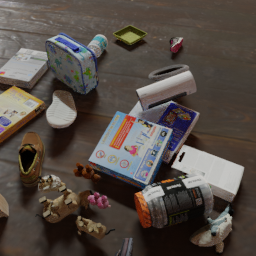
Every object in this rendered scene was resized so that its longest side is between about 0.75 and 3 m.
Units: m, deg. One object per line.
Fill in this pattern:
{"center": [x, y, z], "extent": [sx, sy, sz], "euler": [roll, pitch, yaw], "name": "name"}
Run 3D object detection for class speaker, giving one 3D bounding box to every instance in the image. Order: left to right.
{"center": [1.449, -1.411, 10.626], "extent": [2.168, 0.880, 0.880], "euler": [-20, 49, 1], "name": "speaker"}

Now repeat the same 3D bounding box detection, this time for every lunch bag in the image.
{"center": [-2.478, -2.896, 12.512], "extent": [2.666, 2.143, 1.099], "euler": [34, 56, 29], "name": "lunch bag"}

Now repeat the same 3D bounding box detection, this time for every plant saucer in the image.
{"center": [0.121, -5.209, 15.882], "extent": [1.425, 0.341, 1.423], "euler": [36, 57, 28], "name": "plant saucer"}

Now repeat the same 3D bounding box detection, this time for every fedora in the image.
{"center": [1.855, -2.136, 12.336], "extent": [1.766, 0.902, 1.997], "euler": [-20, 18, -9], "name": "fedora"}

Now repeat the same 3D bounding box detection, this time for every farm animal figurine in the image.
{"center": [-1.577, 2.343, 8.453], "extent": [2.250, 1.186, 2.275], "euler": [-15, 55, 3], "name": "farm animal figurine"}

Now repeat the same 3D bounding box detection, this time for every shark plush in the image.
{"center": [2.624, 2.786, 8.344], "extent": [0.776, 0.847, 1.864], "euler": [5, 44, 48], "name": "shark plush"}

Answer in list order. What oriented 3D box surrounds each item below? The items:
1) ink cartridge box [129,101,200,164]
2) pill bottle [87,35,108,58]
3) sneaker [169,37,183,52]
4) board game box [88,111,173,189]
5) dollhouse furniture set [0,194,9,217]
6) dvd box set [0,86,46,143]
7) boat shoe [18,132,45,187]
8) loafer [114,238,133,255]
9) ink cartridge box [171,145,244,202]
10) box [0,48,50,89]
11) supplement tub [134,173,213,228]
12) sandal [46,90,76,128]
{"center": [1.111, -0.051, 10.862], "extent": [2.432, 0.578, 2.461], "euler": [28, 70, 22], "name": "ink cartridge box"}
{"center": [-1.653, -4.215, 14.665], "extent": [0.790, 0.790, 1.425], "euler": [14, 50, 12], "name": "pill bottle"}
{"center": [2.477, -4.536, 15.156], "extent": [0.625, 0.527, 1.430], "euler": [20, 47, 19], "name": "sneaker"}
{"center": [0.139, 0.740, 9.845], "extent": [2.211, 0.631, 2.258], "euler": [20, 63, 19], "name": "board game box"}
{"center": [-4.845, 1.284, 8.390], "extent": [1.748, 2.529, 2.678], "euler": [-11, 60, -11], "name": "dollhouse furniture set"}
{"center": [-5.089, -0.570, 11.557], "extent": [1.983, 0.398, 2.710], "euler": [27, 53, 22], "name": "dvd box set"}
{"center": [-3.425, 0.893, 9.927], "extent": [0.844, 0.798, 2.347], "euler": [-12, 48, -10], "name": "boat shoe"}
{"center": [-0.338, 3.892, 7.218], "extent": [0.686, 0.783, 2.179], "euler": [5, 50, 10], "name": "loafer"}
{"center": [2.676, 1.494, 9.558], "extent": [2.181, 0.549, 1.189], "euler": [21, 51, 20], "name": "ink cartridge box"}
{"center": [-5.003, -2.967, 13.710], "extent": [1.859, 0.491, 2.385], "euler": [12, 47, 12], "name": "box"}
{"center": [1.334, 2.195, 8.395], "extent": [2.109, 1.292, 1.292], "euler": [-12, 48, -12], "name": "supplement tub"}
{"center": [-2.693, -0.675, 11.536], "extent": [1.126, 0.680, 2.767], "euler": [10, 33, -11], "name": "sandal"}
